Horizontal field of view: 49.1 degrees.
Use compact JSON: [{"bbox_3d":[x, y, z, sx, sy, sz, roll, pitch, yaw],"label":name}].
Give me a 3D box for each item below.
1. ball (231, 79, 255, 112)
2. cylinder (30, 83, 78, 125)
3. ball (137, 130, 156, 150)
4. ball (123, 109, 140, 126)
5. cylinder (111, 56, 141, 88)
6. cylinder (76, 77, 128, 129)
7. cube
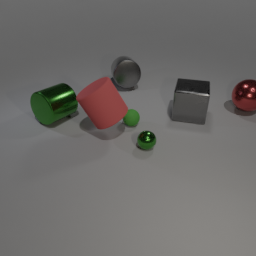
[{"bbox_3d":[5.227,-1.408,12.131,1.400,1.400,1.400,0,33,0],"label":"ball"},{"bbox_3d":[-3.047,-1.015,11.616,1.400,1.400,1.400,22,36,30],"label":"cylinder"},{"bbox_3d":[0.679,0.439,10.138,0.700,0.700,0.700,0,33,0],"label":"ball"},{"bbox_3d":[0.134,-0.425,11.442,0.700,0.700,0.700,0,33,0],"label":"ball"},{"bbox_3d":[-0.127,-2.911,14.453,1.400,1.400,1.400,-5,23,-7],"label":"cylinder"},{"bbox_3d":[-0.928,-0.903,10.207,1.400,1.400,1.400,-27,25,14],"label":"cylinder"},{"bbox_3d":[2.680,-1.158,11.938,1.400,1.400,1.400,8,34,12],"label":"cube"}]
